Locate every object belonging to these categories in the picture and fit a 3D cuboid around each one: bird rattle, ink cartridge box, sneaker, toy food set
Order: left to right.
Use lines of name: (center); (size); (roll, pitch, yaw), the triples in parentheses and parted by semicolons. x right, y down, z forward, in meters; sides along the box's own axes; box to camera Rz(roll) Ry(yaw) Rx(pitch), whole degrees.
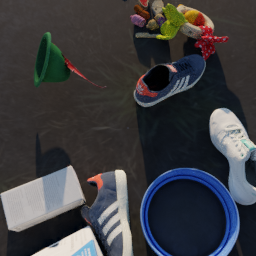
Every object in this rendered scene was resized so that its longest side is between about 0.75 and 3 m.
ink cartridge box: (-1.797, 3.557, 5.953); (2.842, 2.055, 1.197); (-25, 95, -12)
sneaker: (-0.551, 2.550, 7.164); (1.243, 1.102, 2.941); (-5, 56, -1)
toy food set: (0.757, -4.416, 10.782); (1.353, 0.335, 2.128); (0, 65, 0)
sneaker: (1.471, -1.750, 9.061); (2.827, 1.195, 1.060); (-35, 70, -16)
bird rattle: (2.382, -3.695, 9.995); (2.524, 1.422, 2.058); (18, 50, 5)
sneaker: (3.197, 0.576, 7.907); (1.110, 1.305, 2.950); (-10, 65, -3)

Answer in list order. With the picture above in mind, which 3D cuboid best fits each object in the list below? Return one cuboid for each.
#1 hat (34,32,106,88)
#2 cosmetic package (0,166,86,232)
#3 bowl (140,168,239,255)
hat: (-1.942, -1.881, 9.058); (1.791, 1.685, 2.035); (10, 58, -29)
cosmetic package: (-2.262, 1.917, 7.605); (1.975, 0.704, 1.001); (-21, 67, -9)
bowl: (1.609, 2.370, 7.510); (2.566, 0.504, 2.566); (0, 65, 0)
